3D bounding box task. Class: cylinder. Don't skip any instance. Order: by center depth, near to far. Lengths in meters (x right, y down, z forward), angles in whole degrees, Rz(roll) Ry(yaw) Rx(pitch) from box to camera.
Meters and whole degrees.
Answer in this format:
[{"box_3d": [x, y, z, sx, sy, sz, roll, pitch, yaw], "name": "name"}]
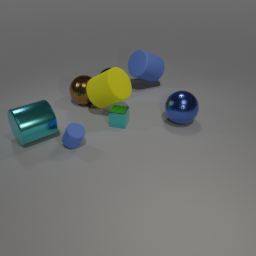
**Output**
[{"box_3d": [-1.985, 0.281, 10.233, 0.700, 0.700, 0.700, 16, 46, -18], "name": "cylinder"}, {"box_3d": [-3.604, -0.223, 10.606, 1.400, 1.400, 1.400, -23, 38, -32], "name": "cylinder"}, {"box_3d": [-0.806, -1.693, 11.942, 1.400, 1.400, 1.400, -16, 16, 41], "name": "cylinder"}, {"box_3d": [0.952, -3.228, 14.637, 1.400, 1.400, 1.400, 6, 20, -44], "name": "cylinder"}]

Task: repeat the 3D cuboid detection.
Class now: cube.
[{"box_3d": [-0.366, -0.480, 11.724, 0.700, 0.700, 0.700, 8, 32, 13], "name": "cube"}]

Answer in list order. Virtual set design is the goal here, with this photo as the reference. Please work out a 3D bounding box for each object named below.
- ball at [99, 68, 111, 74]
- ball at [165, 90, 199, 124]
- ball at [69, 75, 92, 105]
[{"box_3d": [-0.853, -2.322, 14.063, 1.400, 1.400, 1.400, 0, 31, 0], "name": "ball"}, {"box_3d": [2.230, -0.854, 11.640, 1.400, 1.400, 1.400, 0, 31, 0], "name": "ball"}, {"box_3d": [-2.056, -1.786, 13.226, 1.400, 1.400, 1.400, 0, 31, 0], "name": "ball"}]
